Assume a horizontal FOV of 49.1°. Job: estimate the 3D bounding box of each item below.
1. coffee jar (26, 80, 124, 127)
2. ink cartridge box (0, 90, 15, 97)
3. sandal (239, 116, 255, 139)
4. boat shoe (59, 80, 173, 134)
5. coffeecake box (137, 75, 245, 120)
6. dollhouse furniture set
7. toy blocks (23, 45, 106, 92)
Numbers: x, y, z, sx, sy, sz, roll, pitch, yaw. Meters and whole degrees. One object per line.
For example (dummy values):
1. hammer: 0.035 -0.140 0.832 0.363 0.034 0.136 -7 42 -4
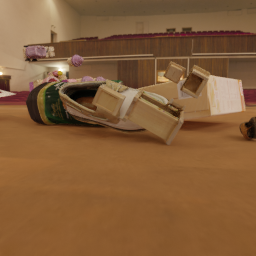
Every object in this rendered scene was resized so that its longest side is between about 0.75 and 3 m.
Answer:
1. coffee jar: -1.558 -0.772 8.522 2.847 1.215 1.484 1 28 17
2. ink cartridge box: -5.681 -0.899 10.189 2.018 0.628 2.508 16 24 39
3. sandal: 2.450 0.024 5.767 0.301 0.450 1.102 -15 -2 5
4. boat shoe: -0.374 -0.522 6.286 2.669 0.997 0.913 3 -24 24
5. coffeecake box: 1.949 -0.809 8.492 2.249 1.070 2.930 -7 0 38
6. dollhouse furniture set: 0.438 -0.777 5.232 1.612 1.426 0.896 29 22 2
7. toy blocks: -2.178 -1.809 10.672 2.391 2.841 2.655 3 11 44
